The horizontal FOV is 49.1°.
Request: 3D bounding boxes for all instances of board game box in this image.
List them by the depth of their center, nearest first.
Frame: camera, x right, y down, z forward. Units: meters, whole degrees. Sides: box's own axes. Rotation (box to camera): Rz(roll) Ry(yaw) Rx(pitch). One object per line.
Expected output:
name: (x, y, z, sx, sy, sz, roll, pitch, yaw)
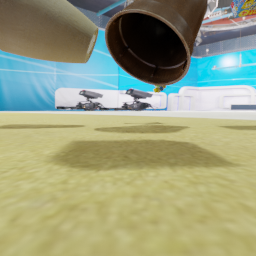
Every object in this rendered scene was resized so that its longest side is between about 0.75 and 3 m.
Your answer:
board game box: (4.262, -4.112, 8.290, 1.787, 0.499, 1.750, -9, -14, -4)

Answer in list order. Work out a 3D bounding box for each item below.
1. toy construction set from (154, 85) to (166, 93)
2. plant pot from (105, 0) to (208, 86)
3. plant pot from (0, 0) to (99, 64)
toy construction set: (1.039, -2.375, 10.472, 0.990, 2.150, 1.410, -35, 12, -12)
plant pot: (1.010, -2.974, 8.105, 2.518, 2.493, 2.518, 23, -29, 13)
plant pot: (-2.327, -3.068, 8.781, 2.579, 2.415, 2.415, 22, 3, -3)
